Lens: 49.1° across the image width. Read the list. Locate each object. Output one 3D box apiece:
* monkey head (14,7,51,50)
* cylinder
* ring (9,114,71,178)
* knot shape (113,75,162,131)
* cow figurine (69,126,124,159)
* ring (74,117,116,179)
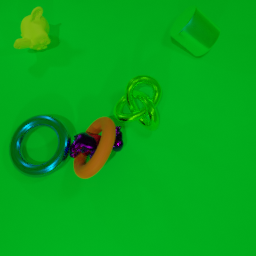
[{"bbox_3d":[-3.076,-3.000,8.783,1.223,1.700,1.024,-22,90,-36],"label":"monkey head"},{"bbox_3d":[2.094,-3.016,8.757,1.115,1.115,1.115,31,69,-23],"label":"cylinder"},{"bbox_3d":[-2.476,0.482,7.883,1.829,0.366,1.829,-3,71,9],"label":"ring"},{"bbox_3d":[0.394,-0.573,8.033,1.617,0.747,1.513,-42,75,30],"label":"knot shape"},{"bbox_3d":[-0.810,0.384,7.637,1.341,0.736,1.319,23,59,3],"label":"cow figurine"},{"bbox_3d":[-0.901,0.500,7.407,0.347,1.735,1.735,28,68,-26],"label":"ring"}]
